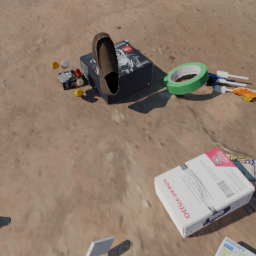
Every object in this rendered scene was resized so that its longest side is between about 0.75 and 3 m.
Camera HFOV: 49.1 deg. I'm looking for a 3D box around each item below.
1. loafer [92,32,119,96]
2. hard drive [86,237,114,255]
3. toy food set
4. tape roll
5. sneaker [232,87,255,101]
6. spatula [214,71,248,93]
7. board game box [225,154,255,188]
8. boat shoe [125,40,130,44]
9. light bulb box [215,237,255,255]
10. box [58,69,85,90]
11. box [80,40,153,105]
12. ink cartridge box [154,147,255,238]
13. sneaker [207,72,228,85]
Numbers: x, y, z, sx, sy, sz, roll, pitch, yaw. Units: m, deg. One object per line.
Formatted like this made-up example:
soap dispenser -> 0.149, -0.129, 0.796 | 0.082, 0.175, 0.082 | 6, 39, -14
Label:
loafer -> -0.690, -2.375, 10.740 | 0.917, 2.510, 0.891 | -22, 30, -18
hard drive -> -0.771, 3.336, 7.811 | 0.105, 0.529, 0.802 | 34, 15, 39
toy food set -> -2.552, -2.228, 12.252 | 1.809, 0.814, 0.863 | 45, 78, -16
tape roll -> 2.636, -2.278, 12.738 | 1.957, 0.470, 1.957 | -18, 35, 13
sneaker -> 5.332, -1.487, 12.532 | 1.292, 0.472, 0.498 | 17, 73, 15
spatula -> 4.816, -2.059, 13.026 | 1.500, 0.120, 1.043 | 11, 75, 0
board game box -> 4.091, 1.520, 9.921 | 1.343, 0.311, 1.017 | 12, 49, 11
boat shoe -> -0.884, -3.999, 14.621 | 0.797, 0.809, 2.282 | 37, 64, 25
light bulb box -> 2.862, 3.857, 7.523 | 1.178, 0.742, 1.189 | 28, 53, 23
box -> -2.679, -2.324, 13.299 | 1.022, 0.440, 0.837 | -16, 49, -14
box -> -0.526, -2.657, 13.000 | 2.536, 1.320, 2.310 | -29, 55, -23
ink cartridge box -> 2.314, 1.979, 8.842 | 2.476, 1.044, 1.792 | -24, 52, -11
sneaker -> 4.085, -2.264, 13.271 | 1.343, 0.523, 0.471 | 10, 26, -20
